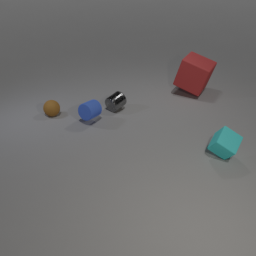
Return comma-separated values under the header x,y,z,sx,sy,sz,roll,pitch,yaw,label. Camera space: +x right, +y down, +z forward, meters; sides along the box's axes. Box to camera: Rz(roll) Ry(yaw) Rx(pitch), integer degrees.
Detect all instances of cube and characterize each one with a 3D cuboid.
x,y,z,sx,sy,sz,roll,pitch,yaw,label
3.132,0.489,9.059,0.700,0.700,0.700,33,66,2,cube
3.243,-2.646,13.598,1.400,1.400,1.400,29,40,14,cube

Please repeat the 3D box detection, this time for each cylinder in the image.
x,y,z,sx,sy,sz,roll,pitch,yaw,label
-0.540,-1.155,12.306,0.700,0.700,0.700,24,49,36,cylinder
-1.519,-0.725,11.222,0.700,0.700,0.700,16,28,26,cylinder

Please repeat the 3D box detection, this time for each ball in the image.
x,y,z,sx,sy,sz,roll,pitch,yaw,label
-3.240,-0.842,11.892,0.700,0.700,0.700,0,29,0,ball
